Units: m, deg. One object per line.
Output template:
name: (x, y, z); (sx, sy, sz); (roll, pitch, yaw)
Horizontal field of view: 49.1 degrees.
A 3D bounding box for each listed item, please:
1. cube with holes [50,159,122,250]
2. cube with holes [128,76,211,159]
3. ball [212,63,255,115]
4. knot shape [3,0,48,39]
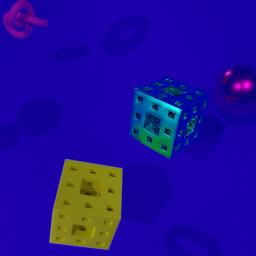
cube with holes: (-0.763, 1.424, 5.216); (1.088, 1.088, 1.088); (11, 40, -8)
cube with holes: (0.741, -0.237, 5.161); (0.984, 0.984, 0.984); (30, 38, 31)
ball: (2.609, -0.906, 6.614); (1.213, 1.213, 1.213); (0, 68, 0)
knot shape: (-2.849, -2.845, 7.516); (1.084, 1.158, 0.535); (-19, 78, 26)
